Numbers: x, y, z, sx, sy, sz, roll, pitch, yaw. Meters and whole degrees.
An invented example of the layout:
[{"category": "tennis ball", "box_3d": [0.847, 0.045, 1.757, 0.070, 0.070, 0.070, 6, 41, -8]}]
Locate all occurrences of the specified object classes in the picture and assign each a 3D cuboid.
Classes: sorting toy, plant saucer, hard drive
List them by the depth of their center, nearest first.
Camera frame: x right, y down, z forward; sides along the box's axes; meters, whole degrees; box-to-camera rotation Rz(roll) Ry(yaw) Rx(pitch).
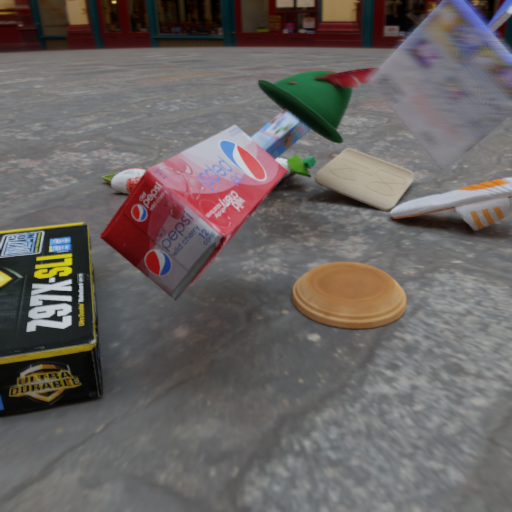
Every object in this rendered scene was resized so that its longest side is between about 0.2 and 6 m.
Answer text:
[{"category": "hard drive", "box_3d": [4.132, -4.073, 9.192, 0.118, 0.616, 0.934, 39, 70, -3]}, {"category": "plant saucer", "box_3d": [1.528, 0.566, 9.229, 1.871, 0.350, 1.871, 1, 26, 0]}, {"category": "sorting toy", "box_3d": [2.294, -2.053, 14.025, 2.943, 0.433, 2.176, 24, 37, 17]}, {"category": "plant saucer", "box_3d": [-3.469, -1.986, 14.634, 0.819, 0.196, 0.820, 22, 33, 38]}]

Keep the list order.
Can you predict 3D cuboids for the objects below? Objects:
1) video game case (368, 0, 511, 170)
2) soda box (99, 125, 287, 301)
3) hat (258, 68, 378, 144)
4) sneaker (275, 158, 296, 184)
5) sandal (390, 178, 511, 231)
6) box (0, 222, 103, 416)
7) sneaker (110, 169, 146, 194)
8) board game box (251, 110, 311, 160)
[{"category": "video game case", "box_3d": [2.343, -2.075, 6.778, 0.345, 1.377, 1.519, -27, 78, -48]}, {"category": "soda box", "box_3d": [-0.636, -0.790, 7.573, 1.190, 1.077, 3.398, 41, 25, -3]}, {"category": "hat", "box_3d": [1.519, -3.490, 10.797, 2.308, 2.032, 1.912, 35, 7, -2]}, {"category": "sneaker", "box_3d": [0.399, -2.298, 14.231, 2.070, 1.031, 0.775, -27, -5, -45]}, {"category": "sandal", "box_3d": [4.437, -0.964, 11.964, 3.012, 0.863, 1.154, -11, 13, 28]}, {"category": "box", "box_3d": [-3.934, 0.786, 8.100, 3.143, 0.971, 3.936, -6, 26, -15]}, {"category": "sneaker", "box_3d": [-2.662, -1.698, 13.562, 1.831, 0.612, 0.982, 0, 23, -6]}, {"category": "board game box", "box_3d": [0.781, -2.977, 12.645, 1.937, 0.354, 1.465, -41, 26, -2]}]
